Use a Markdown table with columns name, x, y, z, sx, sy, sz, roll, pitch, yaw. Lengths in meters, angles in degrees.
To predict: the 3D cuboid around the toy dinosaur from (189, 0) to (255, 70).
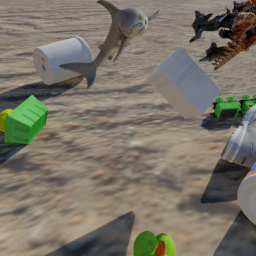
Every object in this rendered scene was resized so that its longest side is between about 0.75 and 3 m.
| name | x | y | z | sx | sy | sz | roll | pitch | yaw |
| --- | --- | --- | --- | --- | --- | --- | --- | --- | --- |
| toy dinosaur | 2.404 | -2.243 | 6.317 | 1.740 | 1.309 | 2.563 | 0 | 24 | 46 |

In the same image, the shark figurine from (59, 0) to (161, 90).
| name | x | y | z | sx | sy | sz | roll | pitch | yaw |
| --- | --- | --- | --- | --- | --- | --- | --- | --- | --- |
| shark figurine | -0.442 | -2.149 | 6.253 | 2.854 | 1.191 | 1.705 | -24 | 26 | 55 |

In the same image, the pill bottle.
| name | x | y | z | sx | sy | sz | roll | pitch | yaw |
| --- | --- | --- | --- | --- | --- | --- | --- | --- | --- |
| pill bottle | 3.372 | 0.983 | 5.901 | 1.325 | 1.325 | 2.364 | 23 | 38 | 33 |

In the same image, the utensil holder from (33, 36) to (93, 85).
| name | x | y | z | sx | sy | sz | roll | pitch | yaw |
| --- | --- | --- | --- | --- | --- | --- | --- | --- | --- |
| utensil holder | -2.742 | -2.815 | 11.780 | 1.931 | 1.641 | 1.641 | -29 | 42 | -33 |

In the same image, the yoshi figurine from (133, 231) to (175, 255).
| name | x | y | z | sx | sy | sz | roll | pitch | yaw |
| --- | --- | --- | --- | --- | --- | --- | --- | --- | --- |
| yoshi figurine | 0.270 | 2.721 | 3.549 | 1.453 | 1.458 | 2.595 | -29 | 35 | 32 |

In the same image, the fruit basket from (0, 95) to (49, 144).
| name | x | y | z | sx | sy | sz | roll | pitch | yaw |
| --- | --- | --- | --- | --- | --- | --- | --- | --- | --- |
| fruit basket | -3.301 | -0.270 | 8.286 | 1.554 | 1.121 | 1.554 | 14 | 35 | -10 |

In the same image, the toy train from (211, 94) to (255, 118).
| name | x | y | z | sx | sy | sz | roll | pitch | yaw |
| --- | --- | --- | --- | --- | --- | --- | --- | --- | --- |
| toy train | 4.165 | -0.742 | 9.440 | 2.713 | 0.566 | 0.765 | -4 | 42 | -7 |

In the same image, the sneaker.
| name | x | y | z | sx | sy | sz | roll | pitch | yaw |
| --- | --- | --- | --- | --- | --- | --- | --- | --- | --- |
| sneaker | 3.454 | 0.269 | 7.661 | 1.061 | 0.967 | 2.587 | 31 | 49 | 20 |

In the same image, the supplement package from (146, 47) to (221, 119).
| name | x | y | z | sx | sy | sz | roll | pitch | yaw |
| --- | --- | --- | --- | --- | --- | --- | --- | --- | --- |
| supplement package | 1.310 | -1.027 | 6.658 | 0.837 | 1.432 | 0.840 | -48 | 10 | -18 |
